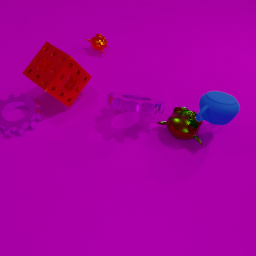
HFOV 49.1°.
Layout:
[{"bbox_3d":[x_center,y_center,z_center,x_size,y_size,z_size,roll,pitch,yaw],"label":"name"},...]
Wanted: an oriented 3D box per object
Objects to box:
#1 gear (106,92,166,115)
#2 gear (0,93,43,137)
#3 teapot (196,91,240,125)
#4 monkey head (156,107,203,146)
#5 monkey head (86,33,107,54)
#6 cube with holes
[{"bbox_3d":[0.241,-0.762,8.380,1.722,0.318,1.722,7,15,-2],"label":"gear"},{"bbox_3d":[-3.488,-0.435,8.772,1.546,0.286,1.546,0,52,0],"label":"gear"},{"bbox_3d":[2.544,-0.505,7.855,1.768,0.866,1.099,-15,37,-34],"label":"teapot"},{"bbox_3d":[1.683,-0.074,8.303,1.541,1.108,0.928,28,93,25],"label":"monkey head"},{"bbox_3d":[-1.109,-3.229,10.788,1.005,0.723,0.606,40,86,18],"label":"monkey head"},{"bbox_3d":[-2.191,-1.654,8.774,1.245,1.245,1.245,35,87,29],"label":"cube with holes"}]
